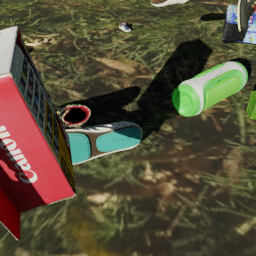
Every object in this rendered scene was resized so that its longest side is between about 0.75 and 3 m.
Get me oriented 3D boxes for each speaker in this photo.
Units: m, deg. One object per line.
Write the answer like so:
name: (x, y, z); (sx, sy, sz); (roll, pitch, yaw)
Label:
speaker: (2.640, -1.288, 8.930); (2.601, 1.150, 1.150); (-27, 48, -28)

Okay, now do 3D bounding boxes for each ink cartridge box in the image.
ink cartridge box: (-1.471, 0.083, 3.766); (0.901, 2.148, 1.886); (-18, 41, -3)

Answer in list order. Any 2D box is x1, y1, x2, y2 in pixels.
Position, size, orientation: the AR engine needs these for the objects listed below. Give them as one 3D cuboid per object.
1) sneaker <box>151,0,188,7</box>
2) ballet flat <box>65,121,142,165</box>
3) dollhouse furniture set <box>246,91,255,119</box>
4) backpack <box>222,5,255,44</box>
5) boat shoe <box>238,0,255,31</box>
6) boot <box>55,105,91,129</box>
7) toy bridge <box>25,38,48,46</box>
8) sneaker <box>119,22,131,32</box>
sneaker: (1.438, -4.024, 8.698); (1.532, 0.558, 0.649); (6, -2, 41)
ballet flat: (-1.024, 0.322, 7.379); (2.813, 0.977, 0.977); (-10, 42, -17)
dollhouse furniture set: (4.248, -0.359, 8.137); (0.985, 0.755, 1.504); (-1, 41, -1)
backpack: (5.392, -4.584, 12.576); (2.060, 1.386, 1.881); (12, 42, 12)
boat shoe: (2.072, -2.127, 4.800); (0.317, 0.370, 1.012); (8, 72, 29)
boot: (-1.962, -0.242, 7.498); (1.941, 0.701, 1.466); (-9, 0, -16)
toy bridge: (-4.125, -3.867, 12.680); (1.004, 0.137, 0.337); (-17, 46, -19)
sneaker: (-0.154, -5.049, 13.895); (0.300, 0.339, 0.801); (-32, 50, -31)
